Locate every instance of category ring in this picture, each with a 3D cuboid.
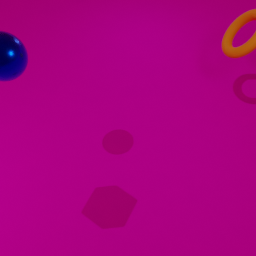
[{"bbox_3d":[3.002,-2.424,7.218,0.271,1.353,1.353,25,55,-27],"label":"ring"}]

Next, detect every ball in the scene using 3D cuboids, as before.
[{"bbox_3d":[-2.202,-1.248,4.903,0.861,0.861,0.861,0,59,0],"label":"ball"}]
